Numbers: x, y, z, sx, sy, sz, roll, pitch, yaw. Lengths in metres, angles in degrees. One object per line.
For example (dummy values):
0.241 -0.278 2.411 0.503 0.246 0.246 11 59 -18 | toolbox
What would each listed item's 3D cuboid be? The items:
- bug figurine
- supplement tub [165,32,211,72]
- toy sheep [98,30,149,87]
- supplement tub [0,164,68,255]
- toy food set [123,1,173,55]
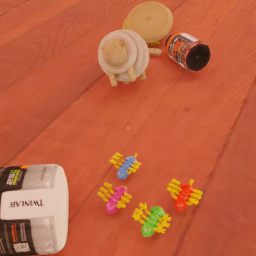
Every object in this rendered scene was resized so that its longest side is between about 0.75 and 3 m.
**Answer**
0.396 1.454 6.277 2.239 0.576 1.736 24 47 25 | bug figurine
1.980 -2.725 9.777 1.020 1.020 1.908 -14 33 -13 | supplement tub
-0.097 -2.189 8.649 1.685 1.685 2.444 14 14 12 | toy sheep
-2.607 1.588 5.337 2.753 1.687 1.687 -2 47 -6 | supplement tub
0.775 -4.115 11.016 1.967 0.572 2.849 12 78 13 | toy food set
